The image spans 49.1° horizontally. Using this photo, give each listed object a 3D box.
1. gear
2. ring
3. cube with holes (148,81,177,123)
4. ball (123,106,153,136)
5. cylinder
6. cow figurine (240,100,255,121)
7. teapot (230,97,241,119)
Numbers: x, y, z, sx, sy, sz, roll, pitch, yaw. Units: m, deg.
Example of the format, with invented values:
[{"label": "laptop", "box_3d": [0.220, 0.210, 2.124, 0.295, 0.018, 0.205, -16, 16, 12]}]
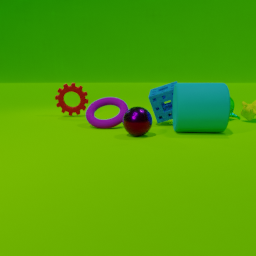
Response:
[{"label": "gear", "box_3d": [-2.114, -1.081, 10.573, 1.217, 1.217, 0.225, -1, 20, -4]}, {"label": "ring", "box_3d": [-0.638, -0.483, 8.521, 1.316, 0.263, 1.316, -5, 44, 5]}, {"label": "cube with holes", "box_3d": [1.237, -0.817, 8.789, 0.888, 0.888, 0.888, -16, 19, 15]}, {"label": "ball", "box_3d": [0.241, -0.168, 7.097, 0.757, 0.757, 0.757, 0, 10, 0]}, {"label": "cylinder", "box_3d": [1.920, -0.548, 7.569, 1.316, 1.316, 1.316, 1, 10, 4]}, {"label": "cow figurine", "box_3d": [4.412, -0.737, 9.497, 0.667, 1.215, 1.195, 50, 10, 34]}, {"label": "teapot", "box_3d": [3.291, -0.721, 9.710, 1.587, 0.987, 0.777, 32, -4, -29]}]
